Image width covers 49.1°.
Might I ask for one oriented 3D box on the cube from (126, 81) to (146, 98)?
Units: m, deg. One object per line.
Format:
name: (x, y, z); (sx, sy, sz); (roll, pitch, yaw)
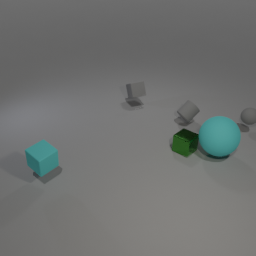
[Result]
cube: (0.382, -1.841, 13.486); (0.700, 0.700, 0.700); (-13, 9, -18)

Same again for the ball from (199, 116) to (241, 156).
ball: (3.189, 0.286, 9.790); (1.400, 1.400, 1.400); (0, 31, 0)

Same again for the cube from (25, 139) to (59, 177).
cube: (-2.639, 0.919, 8.629); (0.700, 0.700, 0.700); (31, 45, 26)

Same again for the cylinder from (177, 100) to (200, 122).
cylinder: (2.572, -0.715, 11.962); (0.700, 0.700, 0.700); (-45, 38, 3)

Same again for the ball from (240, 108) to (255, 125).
ball: (4.908, -0.474, 11.282); (0.700, 0.700, 0.700); (0, 31, 0)

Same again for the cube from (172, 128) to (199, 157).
cube: (2.128, 0.542, 10.390); (0.700, 0.700, 0.700); (25, 39, 36)
